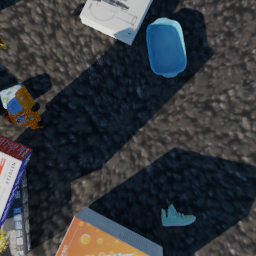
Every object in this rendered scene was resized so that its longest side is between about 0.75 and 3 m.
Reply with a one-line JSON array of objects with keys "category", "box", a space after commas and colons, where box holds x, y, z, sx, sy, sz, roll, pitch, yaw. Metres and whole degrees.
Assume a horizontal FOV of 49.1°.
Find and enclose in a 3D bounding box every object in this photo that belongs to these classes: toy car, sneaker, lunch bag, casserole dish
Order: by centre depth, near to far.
[{"category": "toy car", "box": [-3.427, -1.162, 8.062, 0.918, 1.353, 2.759, -30, 80, -21]}, {"category": "sneaker", "box": [1.508, 2.590, 8.430, 1.021, 0.376, 0.602, -7, 93, 2]}, {"category": "lunch bag", "box": [-3.498, -0.939, 8.664, 0.797, 0.329, 0.641, -21, 86, -1]}, {"category": "casserole dish", "box": [1.176, -2.459, 8.735, 1.133, 0.363, 1.871, -8, 86, 0]}]

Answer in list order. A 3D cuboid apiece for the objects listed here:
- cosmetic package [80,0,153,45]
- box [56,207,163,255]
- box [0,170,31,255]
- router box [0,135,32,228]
[{"category": "cosmetic package", "box": [-0.189, -4.027, 8.712, 1.746, 0.598, 2.316, 25, 87, -1]}, {"category": "box", "box": [-0.535, 3.622, 7.810, 2.601, 1.268, 1.618, 25, 87, 8]}, {"category": "box", "box": [-4.034, 2.598, 8.311, 2.036, 0.620, 2.526, -4, 87, -5]}, {"category": "router box", "box": [-4.052, 1.229, 7.129, 2.405, 0.654, 2.679, 26, 112, -6]}]
